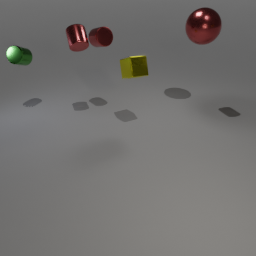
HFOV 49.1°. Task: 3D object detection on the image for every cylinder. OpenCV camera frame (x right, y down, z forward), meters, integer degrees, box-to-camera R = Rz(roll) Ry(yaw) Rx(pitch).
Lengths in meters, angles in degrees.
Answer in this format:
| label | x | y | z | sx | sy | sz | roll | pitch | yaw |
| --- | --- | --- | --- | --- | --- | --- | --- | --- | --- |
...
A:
| label | x | y | z | sx | sy | sz | roll | pitch | yaw |
| --- | --- | --- | --- | --- | --- | --- | --- | --- | --- |
| cylinder | -4.251 | -2.832 | 11.003 | 0.700 | 0.700 | 0.700 | 8 | 9 | 14 |
| cylinder | -1.013 | -3.369 | 10.394 | 0.700 | 0.700 | 0.700 | -17 | 21 | -28 |
| cylinder | -1.783 | -3.165 | 9.858 | 0.700 | 0.700 | 0.700 | -14 | -9 | -2 |

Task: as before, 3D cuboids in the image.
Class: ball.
| label | x | y | z | sx | sy | sz | roll | pitch | yaw |
| --- | --- | --- | --- | --- | --- | --- | --- | --- | --- |
| ball | 2.988 | -4.032 | 11.123 | 1.400 | 1.400 | 1.400 | 0 | 29 | 0 |

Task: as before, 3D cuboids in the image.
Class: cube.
| label | x | y | z | sx | sy | sz | roll | pitch | yaw |
| --- | --- | --- | --- | --- | --- | --- | --- | --- | --- |
| cube | 0.212 | -2.116 | 9.828 | 0.700 | 0.700 | 0.700 | -13 | 10 | -31 |
